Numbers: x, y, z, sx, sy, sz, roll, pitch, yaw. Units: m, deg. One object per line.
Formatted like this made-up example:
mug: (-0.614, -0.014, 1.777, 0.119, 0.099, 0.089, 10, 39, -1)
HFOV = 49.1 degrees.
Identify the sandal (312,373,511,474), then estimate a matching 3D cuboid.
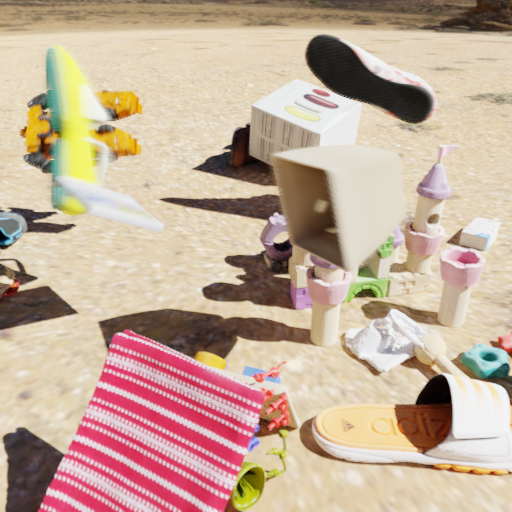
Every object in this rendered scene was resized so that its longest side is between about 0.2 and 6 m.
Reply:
sandal: (2.120, 1.905, 6.630, 2.870, 0.822, 1.099, -1, 28, -2)

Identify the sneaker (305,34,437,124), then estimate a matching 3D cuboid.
sneaker: (2.377, -3.571, 11.459, 2.824, 0.943, 1.514, 31, 25, 10)

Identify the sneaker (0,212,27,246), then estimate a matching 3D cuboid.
sneaker: (-5.748, -0.550, 11.360, 1.935, 0.708, 0.792, -2, 28, -4)

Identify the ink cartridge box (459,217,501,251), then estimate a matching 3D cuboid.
ink cartridge box: (4.655, -0.461, 11.605, 0.537, 0.316, 0.932, 20, 34, 33)

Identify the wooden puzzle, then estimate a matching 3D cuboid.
wooden puzzle: (-0.209, 1.564, 6.692, 1.431, 1.545, 0.358, 11, 63, 19)

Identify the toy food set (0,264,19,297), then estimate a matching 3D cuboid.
toy food set: (-4.929, 0.536, 9.688, 1.491, 0.366, 1.506, -14, 31, -24)

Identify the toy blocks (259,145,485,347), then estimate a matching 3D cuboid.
toy blocks: (1.771, -0.527, 9.292, 2.898, 2.610, 3.101, -7, 29, -12)

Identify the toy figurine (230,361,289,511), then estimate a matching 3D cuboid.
toy figurine: (-0.305, 1.740, 6.000, 1.021, 1.704, 0.899, 20, 37, 35)

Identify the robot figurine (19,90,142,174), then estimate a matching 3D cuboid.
robot figurine: (-3.526, -2.499, 11.151, 2.479, 1.797, 0.722, -2, -10, 15)

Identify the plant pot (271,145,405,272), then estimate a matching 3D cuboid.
plant pot: (1.106, -0.755, 7.002, 1.144, 1.290, 1.292, -25, 28, -22)

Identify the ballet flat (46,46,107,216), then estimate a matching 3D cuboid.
ballet flat: (-2.873, -1.977, 9.051, 0.895, 2.671, 0.892, -3, -1, -32)

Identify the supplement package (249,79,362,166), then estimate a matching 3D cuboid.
supplement package: (1.289, -3.362, 14.941, 2.147, 1.579, 2.054, 29, 50, 24)

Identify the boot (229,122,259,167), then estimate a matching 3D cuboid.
boot: (0.830, -2.945, 16.034, 2.908, 0.996, 2.738, 15, 24, 11)

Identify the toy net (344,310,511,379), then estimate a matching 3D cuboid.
toy net: (3.092, 1.255, 7.997, 3.583, 0.692, 1.879, 13, 31, 24)

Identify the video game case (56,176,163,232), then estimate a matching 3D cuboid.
video game case: (-2.081, -0.733, 8.000, 1.214, 0.134, 1.105, 15, 17, -49)

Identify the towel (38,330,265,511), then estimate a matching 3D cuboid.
towel: (-1.141, 2.113, 5.122, 1.834, 2.536, 0.285, 18, -11, 30)
